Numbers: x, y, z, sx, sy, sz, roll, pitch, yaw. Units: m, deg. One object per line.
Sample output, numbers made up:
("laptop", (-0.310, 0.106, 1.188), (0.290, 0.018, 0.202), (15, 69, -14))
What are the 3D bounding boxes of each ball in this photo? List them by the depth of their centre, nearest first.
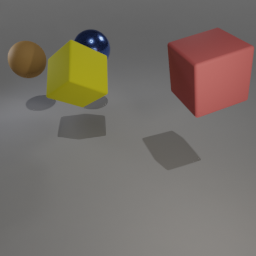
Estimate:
("ball", (-1.359, -2.945, 10.452), (1.400, 1.400, 1.400), (0, 34, 0))
("ball", (-3.863, -2.623, 10.769), (1.400, 1.400, 1.400), (0, 34, 0))

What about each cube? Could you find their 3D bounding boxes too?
("cube", (1.902, -1.348, 6.691), (1.400, 1.400, 1.400), (-19, 40, -8))
("cube", (-1.613, -1.649, 8.901), (1.400, 1.400, 1.400), (14, -25, -41))
